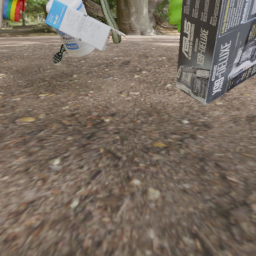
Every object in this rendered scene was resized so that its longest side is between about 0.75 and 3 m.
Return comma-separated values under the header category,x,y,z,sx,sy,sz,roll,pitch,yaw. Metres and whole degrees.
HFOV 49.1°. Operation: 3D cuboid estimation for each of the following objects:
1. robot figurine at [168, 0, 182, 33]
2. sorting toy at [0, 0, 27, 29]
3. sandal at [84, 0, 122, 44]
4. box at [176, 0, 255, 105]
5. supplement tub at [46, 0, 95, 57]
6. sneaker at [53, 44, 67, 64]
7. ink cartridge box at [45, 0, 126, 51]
category,x,y,z,sx,sy,sz,roll,pitch,yaw
robot figurine,1.597,-3.313,7.190,1.468,1.673,0.968,30,-20,-37
sorting toy,-3.201,-3.912,7.922,0.607,1.733,1.744,12,41,-17
sandal,-1.070,-4.253,9.910,0.806,2.825,1.122,-23,22,4
box,1.603,-1.789,3.514,2.027,2.570,0.639,-30,51,-22
supplement tub,-1.949,-3.633,9.917,1.244,1.885,1.244,-9,49,11
sneaker,-2.625,-2.931,11.122,0.359,0.917,0.412,39,10,-5
ink cartridge box,-1.130,-2.761,7.936,2.063,0.688,1.195,25,14,-7
